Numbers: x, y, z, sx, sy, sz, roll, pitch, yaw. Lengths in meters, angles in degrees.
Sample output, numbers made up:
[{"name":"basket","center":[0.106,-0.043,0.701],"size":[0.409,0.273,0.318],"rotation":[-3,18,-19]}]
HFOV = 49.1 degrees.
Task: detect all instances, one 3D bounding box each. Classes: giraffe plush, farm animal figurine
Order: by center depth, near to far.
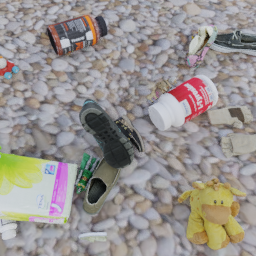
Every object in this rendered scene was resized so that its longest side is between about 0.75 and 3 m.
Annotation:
[{"name":"giraffe plush","center":[2.753,2.451,8.843],"size":[2.046,1.923,2.371],"rotation":[-14,60,-9]},{"name":"farm animal figurine","center":[1.232,-1.550,10.802],"size":[0.573,1.086,1.099],"rotation":[50,58,-4]}]

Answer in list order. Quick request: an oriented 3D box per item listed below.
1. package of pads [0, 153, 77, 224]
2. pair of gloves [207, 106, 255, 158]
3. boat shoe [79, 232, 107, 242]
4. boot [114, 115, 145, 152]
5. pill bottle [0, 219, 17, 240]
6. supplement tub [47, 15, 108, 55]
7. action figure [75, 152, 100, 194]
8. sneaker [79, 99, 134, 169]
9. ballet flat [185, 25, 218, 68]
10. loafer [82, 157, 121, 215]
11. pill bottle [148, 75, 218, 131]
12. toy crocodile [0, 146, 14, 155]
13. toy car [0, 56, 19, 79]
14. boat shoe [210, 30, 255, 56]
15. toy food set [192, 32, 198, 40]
[{"name":"package of pads","center":[-3.151,2.070,9.338],"size":[2.628,0.896,2.030],"rotation":[11,55,-11]},{"name":"pair of gloves","center":[4.318,0.065,11.197],"size":[1.879,0.387,2.210],"rotation":[-12,62,-11]},{"name":"boat shoe","center":[-1.138,3.570,9.114],"size":[0.916,0.330,0.284],"rotation":[-3,60,-5]},{"name":"boot","center":[-0.301,0.410,10.797],"size":[1.411,0.686,1.874],"rotation":[-23,58,-15]},{"name":"pill bottle","center":[-3.995,3.099,9.250],"size":[0.568,0.568,1.020],"rotation":[-18,61,-10]},{"name":"supplement tub","center":[-2.347,-4.506,13.325],"size":[2.679,1.433,1.433],"rotation":[-23,62,-15]},{"name":"action figure","center":[-1.499,1.701,10.183],"size":[0.880,0.407,1.490],"rotation":[25,66,-4]},{"name":"sneaker","center":[-0.644,0.182,9.458],"size":[1.082,2.871,1.138],"rotation":[-27,32,2]},{"name":"ballet flat","center":[3.419,-4.060,13.065],"size":[0.937,0.964,2.710],"rotation":[17,68,38]},{"name":"loafer","center":[-0.831,1.841,9.783],"size":[0.904,0.837,2.403],"rotation":[21,61,2]},{"name":"pill bottle","center":[2.167,-0.966,11.184],"size":[2.579,1.447,1.447],"rotation":[-30,63,-16]},{"name":"toy crocodile","center":[-4.691,1.206,10.307],"size":[2.514,0.776,0.849],"rotation":[33,64,9]},{"name":"toy car","center":[-5.606,-2.884,12.606],"size":[0.917,0.995,0.880],"rotation":[32,64,17]},{"name":"boat shoe","center":[5.234,-4.225,13.375],"size":[2.815,0.998,1.015],"rotation":[10,60,11]},{"name":"toy food set","center":[3.680,-4.729,14.080],"size":[0.656,0.364,1.116],"rotation":[37,66,21]}]
